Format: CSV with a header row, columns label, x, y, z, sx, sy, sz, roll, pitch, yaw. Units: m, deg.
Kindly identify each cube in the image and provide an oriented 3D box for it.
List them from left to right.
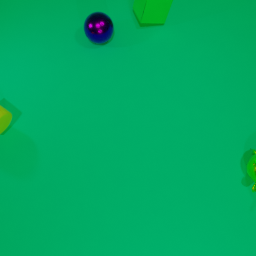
label,x,y,z,sx,sy,sz,roll,pitch,yaw
cube,0.848,-4.371,9.822,0.975,0.975,0.975,-7,55,-20

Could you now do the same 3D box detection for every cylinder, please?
label,x,y,z,sx,sy,sz,roll,pitch,yaw
cylinder,-3.894,-0.318,7.881,0.850,0.850,0.850,35,70,3

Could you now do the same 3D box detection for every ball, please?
label,x,y,z,sx,sy,sz,roll,pitch,yaw
ball,-0.994,-3.411,9.545,1.031,1.031,1.031,0,65,0

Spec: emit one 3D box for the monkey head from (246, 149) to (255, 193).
label,x,y,z,sx,sy,sz,roll,pitch,yaw
monkey head,3.726,1.228,7.612,0.889,1.061,1.475,-5,39,29
